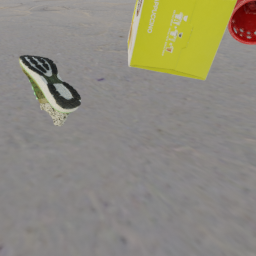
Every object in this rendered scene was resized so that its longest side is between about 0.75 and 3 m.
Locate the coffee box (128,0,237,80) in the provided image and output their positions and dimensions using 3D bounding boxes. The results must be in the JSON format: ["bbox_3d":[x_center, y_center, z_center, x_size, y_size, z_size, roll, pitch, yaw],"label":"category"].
[{"bbox_3d":[0.738,-1.691,4.510,1.284,1.282,1.269,9,35,-6],"label":"coffee box"}]

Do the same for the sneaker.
[{"bbox_3d":[-1.435,-0.642,4.714,0.607,0.700,1.580,-9,51,-45],"label":"sneaker"}]

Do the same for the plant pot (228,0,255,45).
[{"bbox_3d":[3.930,-3.623,8.621,1.568,1.568,1.428,9,55,14],"label":"plant pot"}]
